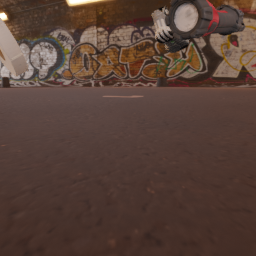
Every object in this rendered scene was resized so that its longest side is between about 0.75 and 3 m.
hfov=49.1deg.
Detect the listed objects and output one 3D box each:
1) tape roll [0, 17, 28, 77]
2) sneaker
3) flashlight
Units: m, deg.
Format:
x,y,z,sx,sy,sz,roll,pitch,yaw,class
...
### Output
x,y,z,sx,sy,sz,roll,pitch,yaw,class
-3.375,-2.335,7.281,0.390,2.137,2.137,-37,25,-19,tape roll
1.365,-3.307,9.187,0.809,1.246,2.158,-19,-7,22,sneaker
1.714,-2.324,5.916,0.836,0.833,2.460,-1,17,38,flashlight
